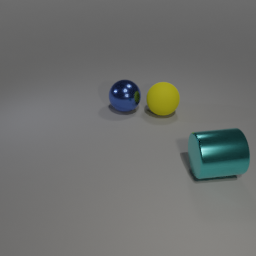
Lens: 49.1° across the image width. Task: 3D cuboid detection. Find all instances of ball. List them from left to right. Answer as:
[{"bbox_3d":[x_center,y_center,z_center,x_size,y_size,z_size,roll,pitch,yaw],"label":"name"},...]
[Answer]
[{"bbox_3d":[-0.136,-1.387,12.096,1.400,1.400,1.400,0,31,0],"label":"ball"},{"bbox_3d":[1.477,-1.232,11.828,1.400,1.400,1.400,0,31,0],"label":"ball"}]

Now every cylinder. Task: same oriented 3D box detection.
[{"bbox_3d":[2.657,0.753,8.380,1.400,1.400,1.400,-6,32,-2],"label":"cylinder"}]
